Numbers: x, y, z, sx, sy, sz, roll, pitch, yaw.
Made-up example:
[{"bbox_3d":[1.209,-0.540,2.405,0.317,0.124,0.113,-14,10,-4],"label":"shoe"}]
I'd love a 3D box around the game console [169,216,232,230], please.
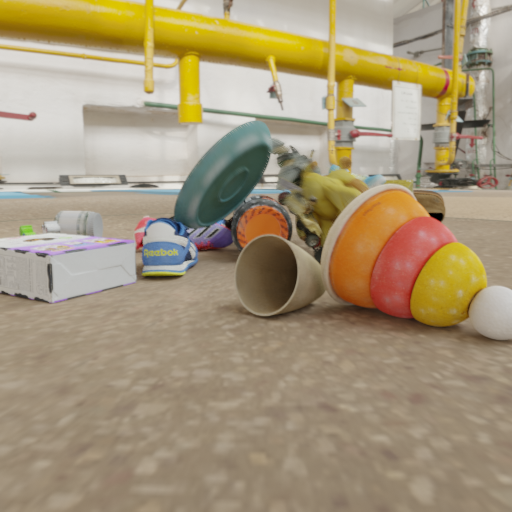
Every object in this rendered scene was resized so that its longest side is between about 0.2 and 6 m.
[{"bbox_3d":[-0.894,-0.999,12.691,1.581,1.046,1.798,-37,2,20],"label":"game console"}]

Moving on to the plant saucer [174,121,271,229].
[{"bbox_3d":[-0.471,-1.282,9.577,0.311,2.271,2.271,41,23,14],"label":"plant saucer"}]

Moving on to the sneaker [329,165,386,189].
[{"bbox_3d":[2.282,-1.832,13.400,0.623,1.023,1.567,-38,9,-39],"label":"sneaker"}]

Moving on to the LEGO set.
[{"bbox_3d":[1.154,-1.242,11.197,1.105,2.532,3.898,-31,35,9],"label":"LEGO set"}]

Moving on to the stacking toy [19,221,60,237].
[{"bbox_3d":[-5.178,-0.317,10.574,2.313,0.721,3.067,-5,10,-31],"label":"stacking toy"}]

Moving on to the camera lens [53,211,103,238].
[{"bbox_3d":[-3.940,-0.621,12.364,0.928,0.743,0.743,1,9,3],"label":"camera lens"}]

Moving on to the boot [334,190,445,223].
[{"bbox_3d":[3.643,-1.259,15.721,3.233,1.190,1.220,-1,27,13],"label":"boot"}]

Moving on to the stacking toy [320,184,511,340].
[{"bbox_3d":[1.865,0.269,5.988,1.551,1.551,2.123,-7,30,-37],"label":"stacking toy"}]

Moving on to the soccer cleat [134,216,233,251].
[{"bbox_3d":[-1.456,-0.322,11.328,2.019,0.674,0.772,8,46,-6],"label":"soccer cleat"}]

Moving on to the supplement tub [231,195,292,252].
[{"bbox_3d":[0.088,-0.556,10.671,1.142,1.142,1.865,0,10,-2],"label":"supplement tub"}]

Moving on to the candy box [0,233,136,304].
[{"bbox_3d":[-2.908,0.107,7.963,1.836,0.657,1.540,6,11,30],"label":"candy box"}]

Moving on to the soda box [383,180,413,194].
[{"bbox_3d":[3.285,-1.199,14.031,0.889,0.840,2.625,4,22,24],"label":"soda box"}]

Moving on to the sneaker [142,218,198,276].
[{"bbox_3d":[-1.413,-0.221,9.306,0.802,0.892,2.168,-5,8,-3],"label":"sneaker"}]

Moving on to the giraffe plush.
[{"bbox_3d":[1.494,-1.061,10.465,1.787,1.542,1.449,47,41,14],"label":"giraffe plush"}]

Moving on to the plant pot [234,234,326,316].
[{"bbox_3d":[0.407,0.269,6.637,0.920,0.920,0.982,7,-2,40],"label":"plant pot"}]
